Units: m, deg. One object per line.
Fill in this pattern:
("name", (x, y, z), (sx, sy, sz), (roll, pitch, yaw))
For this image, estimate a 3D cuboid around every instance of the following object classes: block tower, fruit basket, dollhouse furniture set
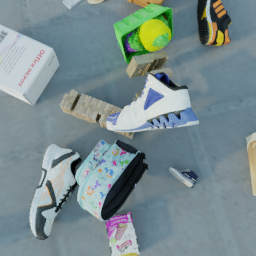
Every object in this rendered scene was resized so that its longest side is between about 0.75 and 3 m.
("block tower", (-0.904, -0.464, 9.083), (2.493, 0.721, 0.673), (22, 75, 5))
("fruit basket", (0.740, -3.039, 9.311), (2.174, 1.568, 2.174), (-5, 60, 8))
("dollhouse furniture set", (0.941, -1.415, 8.904), (1.215, 1.603, 1.829), (-17, 72, -26))

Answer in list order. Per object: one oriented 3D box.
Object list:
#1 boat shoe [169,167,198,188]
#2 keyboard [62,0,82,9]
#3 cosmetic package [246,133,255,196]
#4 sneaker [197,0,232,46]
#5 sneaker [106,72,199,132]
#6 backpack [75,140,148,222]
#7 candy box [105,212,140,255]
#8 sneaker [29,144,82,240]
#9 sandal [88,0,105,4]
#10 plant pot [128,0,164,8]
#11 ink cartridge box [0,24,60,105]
("boat shoe", (1.747, 1.426, 8.758), (0.927, 0.346, 0.430), (39, 72, 2))
("keyboard", (-1.750, -5.191, 10.762), (1.657, 0.088, 0.466), (-42, 73, -11))
("cosmetic package", (4.340, 1.113, 8.642), (0.990, 0.669, 1.882), (-2, 74, 0))
("sneaker", (3.173, -4.061, 10.115), (1.100, 0.855, 2.446), (6, 75, -12))
("sneaker", (0.622, -0.678, 7.485), (2.564, 1.036, 1.481), (-6, 88, 37))
("backpack", (-0.529, 1.434, 7.639), (1.504, 1.773, 1.997), (22, 66, 18))
("candy box", (-0.172, 3.167, 8.214), (0.815, 0.365, 1.195), (-13, 75, -4))
("sneaker", (-2.101, 1.869, 8.262), (1.108, 1.021, 2.769), (9, 75, 1))
("sandal", (-0.870, -5.136, 10.527), (1.432, 0.471, 0.525), (-18, 75, -5))
("plant pot", (0.853, -5.042, 9.949), (1.265, 1.807, 1.807), (36, 77, -7))
("ink cartridge box", (-3.889, -2.161, 9.362), (2.544, 1.068, 1.842), (26, 76, 7))
